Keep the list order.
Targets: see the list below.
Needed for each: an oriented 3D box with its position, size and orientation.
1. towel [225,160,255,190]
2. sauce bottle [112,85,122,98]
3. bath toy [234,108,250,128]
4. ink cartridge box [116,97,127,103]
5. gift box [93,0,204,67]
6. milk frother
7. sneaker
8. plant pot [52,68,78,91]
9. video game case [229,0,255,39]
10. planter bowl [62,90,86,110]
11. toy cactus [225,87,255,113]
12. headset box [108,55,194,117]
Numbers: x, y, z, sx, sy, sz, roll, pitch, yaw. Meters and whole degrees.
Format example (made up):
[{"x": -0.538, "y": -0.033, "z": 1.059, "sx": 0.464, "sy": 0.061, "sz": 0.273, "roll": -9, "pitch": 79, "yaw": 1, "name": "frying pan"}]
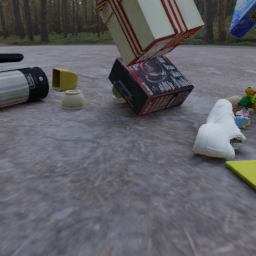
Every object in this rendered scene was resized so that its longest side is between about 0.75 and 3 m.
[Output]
[{"x": 2.751, "y": 1.104, "z": 5.452, "sx": 0.822, "sy": 0.173, "sz": 1.911, "roll": 0, "pitch": 19, "yaw": -14, "name": "towel"}, {"x": 0.223, "y": -1.714, "z": 11.289, "sx": 1.870, "sy": 0.605, "sz": 0.605, "roll": -26, "pitch": 31, "yaw": -37, "name": "sauce bottle"}, {"x": 3.693, "y": -0.336, "z": 8.958, "sx": 0.497, "sy": 0.423, "sz": 1.144, "roll": 40, "pitch": 31, "yaw": 8, "name": "bath toy"}, {"x": -0.171, "y": -1.380, "z": 11.718, "sx": 0.665, "sy": 0.386, "sz": 0.901, "roll": -1, "pitch": 26, "yaw": -2, "name": "ink cartridge box"}, {"x": 0.439, "y": -3.235, "z": 8.183, "sx": 2.150, "sy": 2.176, "sz": 2.330, "roll": -25, "pitch": 1, "yaw": -32, "name": "gift box"}, {"x": -4.862, "y": -1.667, "z": 11.381, "sx": 2.196, "sy": 2.107, "sz": 2.335, "roll": -23, "pitch": -13, "yaw": -47, "name": "milk frother"}, {"x": 2.562, "y": 0.075, "z": 7.336, "sx": 1.099, "sy": 0.935, "sz": 2.485, "roll": 19, "pitch": 37, "yaw": 21, "name": "sneaker"}, {"x": -3.063, "y": -2.391, "z": 13.818, "sx": 1.033, "sy": 1.003, "sz": 1.010, "roll": -6, "pitch": 20, "yaw": -36, "name": "plant pot"}, {"x": 2.334, "y": -2.437, "z": 4.825, "sx": 0.307, "sy": 1.226, "sz": 1.353, "roll": 25, "pitch": -24, "yaw": -5, "name": "video game case"}, {"x": -2.096, "y": -1.108, "z": 10.748, "sx": 0.942, "sy": 0.634, "sz": 0.942, "roll": -1, "pitch": 20, "yaw": 0, "name": "planter bowl"}, {"x": 4.144, "y": -0.982, "z": 9.551, "sx": 2.161, "sy": 1.339, "sz": 2.618, "roll": -8, "pitch": 10, "yaw": 29, "name": "toy cactus"}, {"x": 0.758, "y": -1.660, "z": 10.343, "sx": 2.748, "sy": 1.031, "sz": 2.043, "roll": -18, "pitch": 61, "yaw": -39, "name": "headset box"}]
